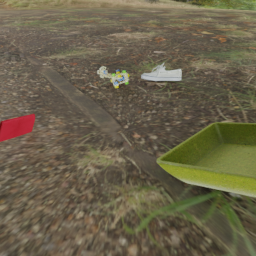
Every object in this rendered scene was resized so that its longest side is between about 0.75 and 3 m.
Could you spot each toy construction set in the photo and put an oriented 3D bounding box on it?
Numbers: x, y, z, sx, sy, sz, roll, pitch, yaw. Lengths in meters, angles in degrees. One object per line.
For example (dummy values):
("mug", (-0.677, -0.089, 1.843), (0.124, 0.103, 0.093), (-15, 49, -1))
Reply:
("toy construction set", (-0.578, -2.207, 12.134), (1.060, 0.745, 1.616), (-28, 41, -28))

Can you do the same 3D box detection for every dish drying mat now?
("dish drying mat", (-3.069, -0.031, 7.733), (0.142, 0.601, 1.565), (23, 14, 8))

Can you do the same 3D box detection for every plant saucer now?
("plant saucer", (2.580, 0.646, 6.166), (2.853, 0.684, 2.857), (3, 20, 44))

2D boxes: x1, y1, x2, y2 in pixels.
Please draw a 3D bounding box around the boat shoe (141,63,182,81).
("boat shoe", (1.505, -2.514, 12.456), (1.845, 0.786, 0.681), (0, 16, -4))
